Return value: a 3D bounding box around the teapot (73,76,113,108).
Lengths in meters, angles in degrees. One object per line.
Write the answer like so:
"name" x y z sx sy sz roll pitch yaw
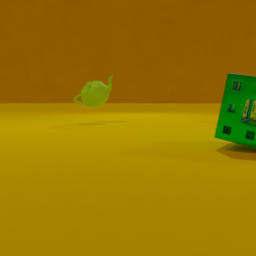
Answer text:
"teapot" -1.121 -1.251 9.620 1.622 0.794 1.009 -26 36 7

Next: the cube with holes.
"cube with holes" 2.100 -0.264 4.417 1.005 1.005 1.005 16 14 32

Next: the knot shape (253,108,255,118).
"knot shape" 3.853 -0.756 8.041 1.875 0.866 1.755 17 -31 11
